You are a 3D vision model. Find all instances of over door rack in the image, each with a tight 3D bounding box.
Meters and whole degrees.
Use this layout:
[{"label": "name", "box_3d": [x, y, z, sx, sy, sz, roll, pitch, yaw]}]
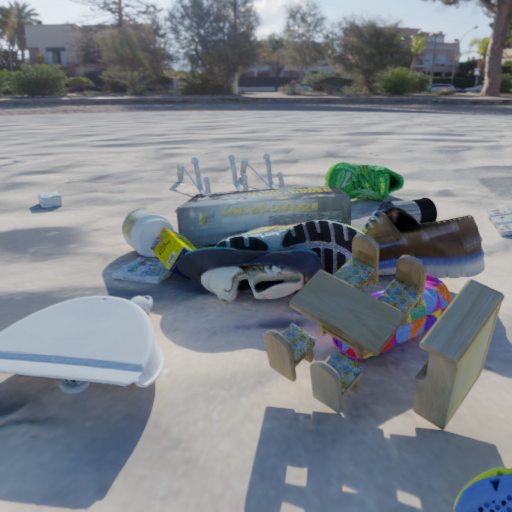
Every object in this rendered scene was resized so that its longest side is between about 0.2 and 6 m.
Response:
[{"label": "over door rack", "box_3d": [-0.905, -2.613, 17.211, 2.486, 1.121, 3.365, -6, 19, -20]}]

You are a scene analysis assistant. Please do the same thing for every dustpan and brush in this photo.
[{"label": "dustpan and brush", "box_3d": [-1.950, 0.980, 7.259, 2.102, 0.862, 3.012, 3, 26, 10]}]

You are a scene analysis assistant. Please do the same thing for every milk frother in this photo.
[{"label": "milk frother", "box_3d": [3.235, -0.654, 11.325, 1.073, 1.029, 1.141, -9, 6, -28]}]

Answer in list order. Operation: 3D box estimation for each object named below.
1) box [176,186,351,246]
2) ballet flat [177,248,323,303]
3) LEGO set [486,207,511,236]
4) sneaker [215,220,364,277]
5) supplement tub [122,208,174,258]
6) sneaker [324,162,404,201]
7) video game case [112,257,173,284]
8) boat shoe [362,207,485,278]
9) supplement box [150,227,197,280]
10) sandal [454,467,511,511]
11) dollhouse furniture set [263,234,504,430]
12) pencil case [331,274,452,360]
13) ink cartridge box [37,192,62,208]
[{"label": "box", "box_3d": [0.182, -0.906, 11.799, 3.322, 0.803, 2.631, -3, 11, 3]}, {"label": "ballet flat", "box_3d": [-0.141, 0.317, 8.876, 2.388, 0.872, 0.872, 0, 18, 7]}, {"label": "LEGO set", "box_3d": [6.868, -0.780, 13.033, 2.566, 0.630, 1.917, -7, 18, 14]}, {"label": "sneaker", "box_3d": [0.665, -0.143, 9.822, 2.762, 1.080, 1.247, 0, 10, 9]}, {"label": "supplement tub", "box_3d": [-2.106, -0.445, 11.003, 0.857, 0.857, 1.187, -9, 16, -24]}, {"label": "sneaker", "box_3d": [3.028, -2.087, 15.617, 2.988, 1.107, 1.249, -15, 20, -39]}, {"label": "video game case", "box_3d": [-1.962, 0.253, 10.192, 0.910, 0.118, 0.999, 6, 19, 17]}, {"label": "boat shoe", "box_3d": [2.430, -0.290, 9.878, 3.010, 1.089, 1.087, 0, 16, 31]}, {"label": "supplement box", "box_3d": [-1.403, -0.051, 9.953, 0.493, 0.496, 0.905, 26, 10, -44]}, {"label": "sandal", "box_3d": [2.366, 2.091, 3.746, 2.049, 0.814, 0.892, 9, 25, 29]}, {"label": "dollhouse furniture set", "box_3d": [1.333, 0.669, 5.980, 2.061, 1.369, 1.806, 28, 58, 31]}, {"label": "pencil case", "box_3d": [1.823, 0.787, 7.589, 1.876, 0.829, 0.829, -11, 21, -35]}, {"label": "ink cartridge box", "box_3d": [-5.605, -1.526, 15.210, 0.516, 0.299, 0.713, -10, 21, -27]}]
